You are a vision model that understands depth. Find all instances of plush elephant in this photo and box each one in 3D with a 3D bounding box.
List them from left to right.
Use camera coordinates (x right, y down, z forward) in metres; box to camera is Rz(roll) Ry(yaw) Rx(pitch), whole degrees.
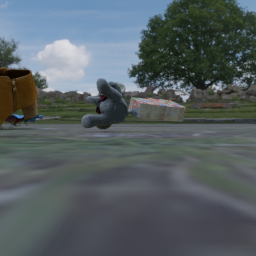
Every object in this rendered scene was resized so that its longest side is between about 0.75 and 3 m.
[{"bbox_3d":[-0.319,-0.363,4.300,0.896,0.738,0.693,10,10,-33],"label":"plush elephant"}]

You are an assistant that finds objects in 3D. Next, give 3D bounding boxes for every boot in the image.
[{"bbox_3d":[-1.264,-0.264,2.628,0.807,0.578,0.284,-19,49,-21],"label":"boot"}]

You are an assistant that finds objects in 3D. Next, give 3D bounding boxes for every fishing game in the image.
[{"bbox_3d":[-2.804,-0.133,6.401,1.651,0.358,2.305,-4,-1,21],"label":"fishing game"}]

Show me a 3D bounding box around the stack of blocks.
[{"bbox_3d":[1.194,-0.843,12.244,2.252,0.660,1.297,3,18,-26],"label":"stack of blocks"}]
